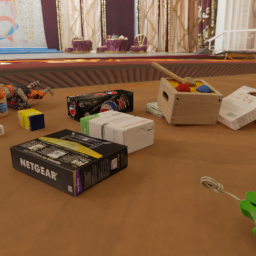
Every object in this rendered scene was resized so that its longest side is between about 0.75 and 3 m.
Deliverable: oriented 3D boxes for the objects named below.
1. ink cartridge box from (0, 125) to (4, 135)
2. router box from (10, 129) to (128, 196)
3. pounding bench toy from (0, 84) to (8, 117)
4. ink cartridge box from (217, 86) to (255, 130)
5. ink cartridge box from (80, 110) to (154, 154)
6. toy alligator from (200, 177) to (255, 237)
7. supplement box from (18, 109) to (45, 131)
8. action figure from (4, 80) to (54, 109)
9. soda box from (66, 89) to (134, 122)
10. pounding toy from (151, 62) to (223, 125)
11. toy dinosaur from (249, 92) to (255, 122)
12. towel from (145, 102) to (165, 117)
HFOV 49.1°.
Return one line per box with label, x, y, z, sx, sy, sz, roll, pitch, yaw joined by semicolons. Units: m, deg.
ink cartridge box;-5.222;0.063;9.623;1.532;0.384;1.233;16;23;37
router box;-1.468;0.724;7.048;2.351;0.614;1.848;13;22;36
pounding bench toy;-6.009;-1.462;11.474;1.668;2.139;1.329;2;18;9
ink cartridge box;4.389;-0.839;10.980;1.880;0.477;2.134;-29;20;0
ink cartridge box;-0.340;0.090;8.739;1.925;0.809;1.405;16;24;41
toy alligator;2.368;1.531;4.374;2.869;0.851;0.778;13;62;35
supplement box;-3.615;-0.322;10.456;0.575;0.572;1.051;-15;23;-40
action figure;-5.376;-1.699;13.664;2.658;1.390;2.571;8;10;25
soda box;-1.133;-1.037;12.151;2.876;0.911;1.018;-14;23;-36
pounding toy;2.182;-1.442;11.218;2.239;1.729;2.432;1;28;-11
toy dinosaur;5.309;-1.081;11.095;1.041;1.644;2.425;-10;20;-28
towel;1.761;-0.849;12.500;1.619;0.390;1.386;-9;23;-27
